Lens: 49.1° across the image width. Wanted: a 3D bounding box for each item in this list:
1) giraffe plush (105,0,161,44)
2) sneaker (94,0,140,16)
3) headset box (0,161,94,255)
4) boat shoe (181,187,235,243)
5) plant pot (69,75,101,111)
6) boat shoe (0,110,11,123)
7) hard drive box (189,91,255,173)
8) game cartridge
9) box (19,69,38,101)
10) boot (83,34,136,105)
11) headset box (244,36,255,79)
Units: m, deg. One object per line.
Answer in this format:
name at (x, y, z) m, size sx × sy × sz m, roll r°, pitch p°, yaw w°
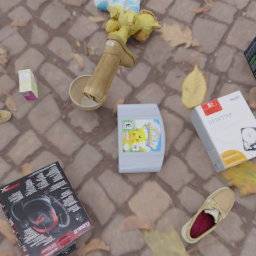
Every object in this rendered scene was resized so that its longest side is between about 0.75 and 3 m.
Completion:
giraffe plush at (0.292, -4.252, 11.521) m, size 1.738 × 2.143 × 1.849 m, roll -3°, pitch 66°, yaw -31°
sneaker at (-0.429, -5.097, 12.102) m, size 2.025 × 0.805 × 1.322 m, roll -5°, pitch 72°, yaw -1°
headset box at (-2.626, 2.834, 9.058) m, size 2.109 × 1.064 × 2.837 m, roll -26°, pitch 79°, yaw -34°
boat shoe at (2.874, 3.005, 9.619) m, size 0.905 × 0.812 × 2.445 m, roll 43°, pitch 78°, yaw 12°
plant pot at (-1.513, -1.214, 10.806) m, size 1.388 × 0.932 × 1.388 m, roll 2°, pitch 67°, yaw -4°
boat shoe at (-5.283, -0.479, 10.881) m, size 1.376 × 0.431 × 0.504 m, roll -4°, pitch 73°, yaw -1°
hard drive box at (3.728, 0.138, 10.425) m, size 1.916 × 0.944 × 2.458 m, roll -22°, pitch 74°, yaw -7°
game cartridge at (0.500, 0.340, 10.619) m, size 1.781 × 0.541 × 2.671 m, roll -1°, pitch 73°, yaw -4°
box at (-3.924, -1.687, 11.044) m, size 0.451 × 0.820 × 0.932 m, roll -8°, pitch 73°, yaw -3°
boot at (-0.515, -1.527, 8.092) m, size 0.606 × 1.606 × 1.834 m, roll 16°, pitch 80°, yaw 29°
headset box at (6.285, -2.596, 11.092) m, size 2.349 × 1.252 × 2.698 m, roll -15°, pitch 73°, yaw -4°
